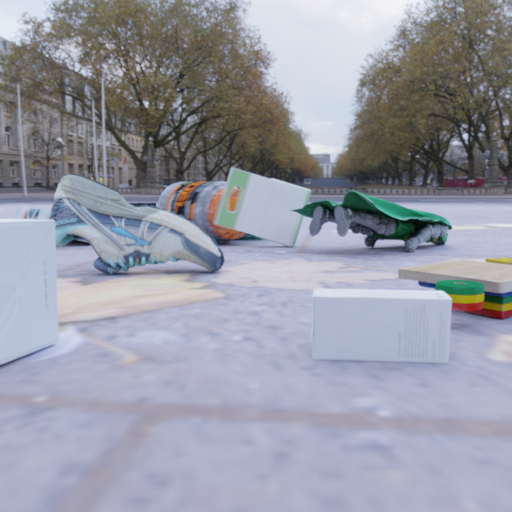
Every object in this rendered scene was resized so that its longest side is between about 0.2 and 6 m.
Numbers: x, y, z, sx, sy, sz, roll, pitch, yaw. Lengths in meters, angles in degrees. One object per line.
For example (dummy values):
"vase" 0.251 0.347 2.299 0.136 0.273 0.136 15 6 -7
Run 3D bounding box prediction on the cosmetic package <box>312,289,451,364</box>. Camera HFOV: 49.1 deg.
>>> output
"cosmetic package" 0.826 0.465 3.781 0.895 0.455 0.331 2 7 7

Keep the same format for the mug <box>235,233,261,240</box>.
"mug" -0.156 -0.782 12.624 1.116 0.840 1.358 -1 7 -12

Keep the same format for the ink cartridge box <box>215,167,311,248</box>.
"ink cartridge box" 0.132 -0.942 10.872 1.617 1.176 0.388 16 8 -4

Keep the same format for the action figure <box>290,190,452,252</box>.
"action figure" 2.537 -0.553 10.453 3.354 0.917 1.981 4 2 -36

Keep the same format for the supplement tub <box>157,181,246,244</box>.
"supplement tub" -1.071 -0.932 11.879 1.299 1.299 2.121 -5 8 -39

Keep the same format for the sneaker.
"sneaker" -1.641 -0.156 7.576 2.438 1.052 0.946 21 -12 0

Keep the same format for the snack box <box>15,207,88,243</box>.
"snack box" -4.197 -0.651 11.815 1.309 0.418 2.254 17 -4 -34

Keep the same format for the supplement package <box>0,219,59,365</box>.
"supplement package" -2.334 0.210 3.833 1.644 0.935 0.901 1 5 15

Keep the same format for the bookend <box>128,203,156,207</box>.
"bookend" -3.490 -0.904 13.972 1.663 0.771 1.673 -1 7 5

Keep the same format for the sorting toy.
"sorting toy" 2.182 0.302 5.421 2.244 0.380 1.082 -6 9 -37
